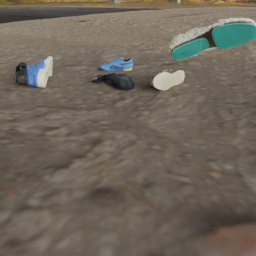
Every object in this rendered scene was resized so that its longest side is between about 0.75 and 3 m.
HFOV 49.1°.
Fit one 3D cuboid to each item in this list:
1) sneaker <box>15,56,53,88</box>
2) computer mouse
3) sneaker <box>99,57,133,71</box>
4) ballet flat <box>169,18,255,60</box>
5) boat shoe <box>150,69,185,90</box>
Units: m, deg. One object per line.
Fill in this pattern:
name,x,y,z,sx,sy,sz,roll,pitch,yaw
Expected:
sneaker,-3.570,-2.208,10.599,1.207,0.833,2.170,6,34,-7
computer mouse,-0.436,-1.793,10.259,1.141,0.434,1.647,-23,36,-37
sneaker,-0.508,-2.741,11.899,1.438,0.564,0.474,-2,30,-1
ballet flat,1.860,-2.120,6.325,1.995,0.716,0.716,-9,23,25
boat shoe,1.334,-1.768,10.044,0.532,0.642,1.788,18,29,40
